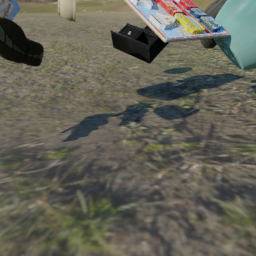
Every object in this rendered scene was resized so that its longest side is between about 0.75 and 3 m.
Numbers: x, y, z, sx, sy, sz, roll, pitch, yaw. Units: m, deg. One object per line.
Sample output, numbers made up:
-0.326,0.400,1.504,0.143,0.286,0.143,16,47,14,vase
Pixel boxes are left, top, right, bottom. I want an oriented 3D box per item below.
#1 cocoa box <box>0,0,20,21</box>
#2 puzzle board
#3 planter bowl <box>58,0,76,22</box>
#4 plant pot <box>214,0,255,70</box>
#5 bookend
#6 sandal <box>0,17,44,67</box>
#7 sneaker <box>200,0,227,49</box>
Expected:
-3.404,-3.037,6.703,0.984,1.001,1.500,33,-4,-8,cocoa box
0.909,-2.799,6.433,1.875,0.217,2.489,-14,55,-31,puzzle board
-2.153,-4.227,9.828,0.610,0.906,0.906,-1,27,-13,planter bowl
3.117,-2.465,6.879,1.697,2.115,2.115,-40,23,15,plant pot
0.546,-3.274,9.801,1.607,0.745,1.617,31,65,23,bookend
-2.392,-1.771,5.927,0.492,0.737,1.803,19,5,10,sandal
3.229,-3.527,8.615,1.136,2.991,1.357,-8,60,-24,sneaker
